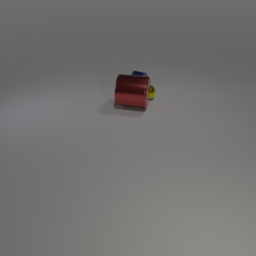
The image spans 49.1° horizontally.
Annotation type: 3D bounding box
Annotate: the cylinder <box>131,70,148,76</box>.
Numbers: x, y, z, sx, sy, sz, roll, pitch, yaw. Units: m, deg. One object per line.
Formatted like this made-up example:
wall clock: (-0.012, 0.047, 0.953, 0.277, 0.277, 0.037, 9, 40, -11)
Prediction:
cylinder: (0.615, -2.731, 15.295, 0.700, 0.700, 0.700, 20, 36, 31)

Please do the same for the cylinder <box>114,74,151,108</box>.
cylinder: (0.228, -1.668, 12.614, 1.400, 1.400, 1.400, 7, 31, 10)

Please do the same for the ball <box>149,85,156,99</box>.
ball: (0.995, -1.747, 13.584, 0.700, 0.700, 0.700, 0, 30, 0)
